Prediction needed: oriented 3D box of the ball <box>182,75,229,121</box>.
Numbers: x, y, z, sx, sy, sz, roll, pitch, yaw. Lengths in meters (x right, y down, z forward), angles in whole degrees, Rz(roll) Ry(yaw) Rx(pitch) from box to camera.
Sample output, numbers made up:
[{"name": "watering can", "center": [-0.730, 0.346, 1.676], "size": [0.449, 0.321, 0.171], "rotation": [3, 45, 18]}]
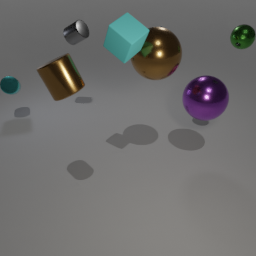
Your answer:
[{"name": "ball", "center": [2.396, -0.924, 8.694], "size": [1.400, 1.400, 1.400], "rotation": [0, 31, 0]}]

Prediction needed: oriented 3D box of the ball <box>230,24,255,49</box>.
[{"name": "ball", "center": [3.384, -2.683, 8.262], "size": [0.700, 0.700, 0.700], "rotation": [0, 31, 0]}]

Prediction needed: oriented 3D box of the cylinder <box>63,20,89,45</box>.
[{"name": "cylinder", "center": [-1.923, -3.550, 10.441], "size": [0.700, 0.700, 0.700], "rotation": [-15, 19, 35]}]

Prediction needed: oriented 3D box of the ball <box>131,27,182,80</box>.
[{"name": "ball", "center": [0.756, -1.999, 7.590], "size": [1.400, 1.400, 1.400], "rotation": [0, 31, 0]}]

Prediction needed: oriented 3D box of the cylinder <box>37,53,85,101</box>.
[{"name": "cylinder", "center": [-1.304, -0.996, 5.490], "size": [0.700, 0.700, 0.700], "rotation": [-22, 22, 10]}]

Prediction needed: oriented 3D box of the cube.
[{"name": "cube", "center": [-0.053, -2.120, 6.618], "size": [0.700, 0.700, 0.700], "rotation": [41, 60, 5]}]

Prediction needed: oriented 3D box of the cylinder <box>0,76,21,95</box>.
[{"name": "cylinder", "center": [-4.699, -1.697, 11.228], "size": [0.700, 0.700, 0.700], "rotation": [-9, 7, -14]}]
